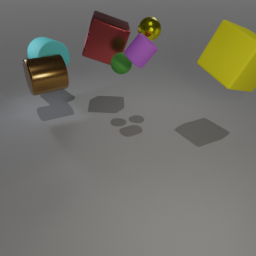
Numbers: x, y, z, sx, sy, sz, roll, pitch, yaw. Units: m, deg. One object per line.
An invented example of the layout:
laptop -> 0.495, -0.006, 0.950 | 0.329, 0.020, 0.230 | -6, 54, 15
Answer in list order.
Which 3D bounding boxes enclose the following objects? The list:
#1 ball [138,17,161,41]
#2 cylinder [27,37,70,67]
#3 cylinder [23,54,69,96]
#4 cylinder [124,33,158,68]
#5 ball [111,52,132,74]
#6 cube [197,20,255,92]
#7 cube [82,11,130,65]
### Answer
ball -> 0.651, -2.964, 8.412 | 0.700, 0.700, 0.700 | 0, 28, 0
cylinder -> -3.463, -3.161, 12.190 | 1.400, 1.400, 1.400 | -19, 32, -31
cylinder -> -3.218, -2.096, 10.992 | 1.400, 1.400, 1.400 | -17, 33, -24
cylinder -> 0.367, -2.184, 7.928 | 0.700, 0.700, 0.700 | 36, 23, -18
ball -> -0.221, -2.119, 9.199 | 0.700, 0.700, 0.700 | 0, 28, 0
cube -> 3.187, -2.035, 8.088 | 1.400, 1.400, 1.400 | -2, 43, -40
cube -> -0.814, -3.336, 10.464 | 1.400, 1.400, 1.400 | 16, 31, -12
